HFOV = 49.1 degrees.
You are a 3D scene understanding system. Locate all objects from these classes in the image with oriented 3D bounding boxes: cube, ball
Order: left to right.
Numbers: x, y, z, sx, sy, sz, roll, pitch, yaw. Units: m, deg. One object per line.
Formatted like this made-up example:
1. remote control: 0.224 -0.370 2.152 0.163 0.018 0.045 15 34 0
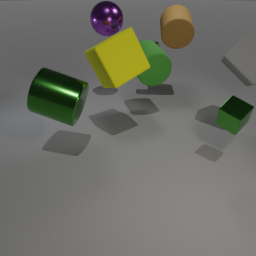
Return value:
1. ball: -0.889 -4.584 11.783 1.400 1.400 1.400 0 28 0
2. cube: -0.383 -2.270 9.289 1.400 1.400 1.400 -34 19 -14
3. cube: 3.061 -0.373 8.091 0.700 0.700 0.700 -39 58 -22
4. cube: 4.290 -2.437 9.722 1.400 1.400 1.400 47 14 5

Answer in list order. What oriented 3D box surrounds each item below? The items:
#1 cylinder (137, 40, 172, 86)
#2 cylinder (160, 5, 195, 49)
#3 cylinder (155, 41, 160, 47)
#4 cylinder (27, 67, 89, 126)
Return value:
1. cylinder: 0.860 -2.614 11.259 1.400 1.400 1.400 -8 39 -14
2. cylinder: 2.129 -4.431 12.266 1.400 1.400 1.400 2 46 3
3. cylinder: 1.089 -3.572 12.887 0.700 0.700 0.700 -4 26 18
4. cylinder: -2.067 -0.931 8.420 1.400 1.400 1.400 19 29 -1
